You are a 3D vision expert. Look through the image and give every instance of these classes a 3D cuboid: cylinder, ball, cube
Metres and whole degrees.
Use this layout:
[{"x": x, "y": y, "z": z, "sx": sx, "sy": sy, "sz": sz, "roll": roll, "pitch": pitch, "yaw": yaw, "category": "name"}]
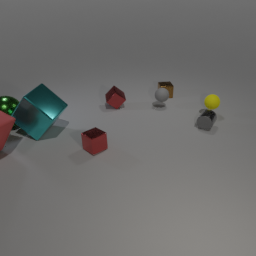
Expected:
[{"x": 3.392, "y": -0.352, "z": 12.067, "sx": 0.700, "sy": 0.700, "sz": 0.700, "roll": 16, "pitch": 34, "yaw": 26, "category": "cylinder"}, {"x": 3.866, "y": -1.195, "z": 12.865, "sx": 0.700, "sy": 0.700, "sz": 0.700, "roll": 0, "pitch": 30, "yaw": 0, "category": "ball"}, {"x": 2.005, "y": -2.043, "z": 15.038, "sx": 0.700, "sy": 0.700, "sz": 0.700, "roll": -5, "pitch": 30, "yaw": -7, "category": "cube"}, {"x": -3.571, "y": -0.660, "z": 11.304, "sx": 1.400, "sy": 1.400, "sz": 1.400, "roll": 41, "pitch": 33, "yaw": -10, "category": "cube"}, {"x": -1.261, "y": 0.484, "z": 10.559, "sx": 0.700, "sy": 0.700, "sz": 0.700, "roll": -25, "pitch": 34, "yaw": -36, "category": "cube"}, {"x": -5.098, "y": 0.080, "z": 9.806, "sx": 1.400, "sy": 1.400, "sz": 1.400, "roll": 28, "pitch": 12, "yaw": -4, "category": "cube"}, {"x": -5.177, "y": -0.675, "z": 11.931, "sx": 1.400, "sy": 1.400, "sz": 1.400, "roll": 0, "pitch": 30, "yaw": 0, "category": "ball"}, {"x": 1.654, "y": -1.607, "z": 13.658, "sx": 0.700, "sy": 0.700, "sz": 0.700, "roll": 0, "pitch": 30, "yaw": 0, "category": "ball"}, {"x": -0.614, "y": -1.495, "z": 13.691, "sx": 0.700, "sy": 0.700, "sz": 0.700, "roll": 31, "pitch": 28, "yaw": -31, "category": "cube"}]
